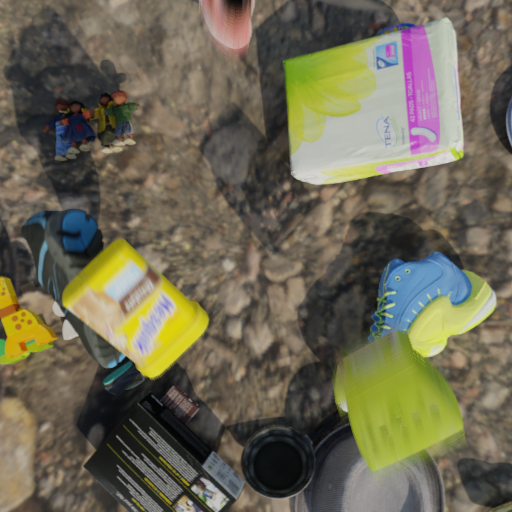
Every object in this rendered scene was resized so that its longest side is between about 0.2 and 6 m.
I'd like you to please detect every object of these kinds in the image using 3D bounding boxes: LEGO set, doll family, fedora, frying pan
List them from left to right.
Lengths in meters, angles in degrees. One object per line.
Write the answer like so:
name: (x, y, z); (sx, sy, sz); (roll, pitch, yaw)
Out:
LEGO set: (-4.700, 1.247, 10.314); (3.433, 1.309, 1.409); (-23, 83, -4)
doll family: (-3.295, -2.665, 11.112); (2.166, 0.850, 1.252); (-8, 87, 2)
frying pan: (0.639, 3.467, 10.433); (1.350, 0.363, 2.232); (25, 55, 23)
fedora: (2.093, 4.528, 9.788); (2.756, 1.407, 3.116); (12, 82, 2)

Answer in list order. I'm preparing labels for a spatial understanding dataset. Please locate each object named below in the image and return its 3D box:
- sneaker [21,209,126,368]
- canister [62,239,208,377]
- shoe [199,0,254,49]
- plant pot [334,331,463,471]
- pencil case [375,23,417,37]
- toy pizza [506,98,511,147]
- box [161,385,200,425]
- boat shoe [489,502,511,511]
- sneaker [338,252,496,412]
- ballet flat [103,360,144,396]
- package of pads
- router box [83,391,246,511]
sneaker: (-2.632, 0.490, 8.510); (1.092, 0.976, 2.666); (4, 119, 32)
canister: (-1.494, 0.651, 6.963); (1.104, 0.643, 1.486); (-44, 115, -1)
shoe: (-0.424, -4.008, 9.284); (0.745, 2.085, 0.948); (-37, 64, 3)
plant pot: (1.829, 1.860, 7.664); (1.368, 1.361, 1.241); (-33, 92, 14)
pencil case: (3.106, -3.328, 11.025); (0.986, 1.097, 2.527); (-10, 80, -25)
toy pizza: (6.193, -2.605, 11.314); (2.392, 0.379, 2.392); (0, 83, -1)
box: (-1.456, 2.820, 10.463); (0.638, 0.529, 0.524); (40, 80, 5)
boat shoe: (4.843, 4.692, 10.220); (1.500, 0.498, 0.555); (-1, 81, -18)
sneaker: (2.583, 1.251, 10.412); (3.579, 1.355, 1.880); (-34, 72, -14)
ballet flat: (-2.201, 2.105, 10.634); (1.471, 0.538, 0.538); (-40, 84, -11)
package of pads: (2.117, -2.682, 10.392); (3.151, 1.074, 2.434); (-5, 85, 27)
router box: (-1.661, 3.895, 9.996); (2.395, 0.611, 1.786); (43, 106, 5)
